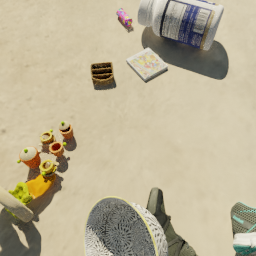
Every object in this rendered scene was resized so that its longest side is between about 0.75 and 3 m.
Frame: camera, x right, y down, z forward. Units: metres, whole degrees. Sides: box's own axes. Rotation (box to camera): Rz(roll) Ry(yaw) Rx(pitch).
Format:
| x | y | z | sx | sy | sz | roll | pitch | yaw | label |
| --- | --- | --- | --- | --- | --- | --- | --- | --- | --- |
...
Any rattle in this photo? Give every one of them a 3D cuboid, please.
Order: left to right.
| x | y | z | sx | sy | sz | roll | pitch | yaw | label |
| --- | --- | --- | --- | --- | --- | --- | --- | --- | --- |
| -2.920 | 1.210 | 6.916 | 1.563 | 2.187 | 1.424 | -40 | 30 | -12 | rattle |

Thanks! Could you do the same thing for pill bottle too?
| x | y | z | sx | sy | sz | roll | pitch | yaw | label |
| --- | --- | --- | --- | --- | --- | --- | --- | --- | --- |
| 1.882 | -4.054 | 10.371 | 2.883 | 1.601 | 1.601 | 22 | 62 | 12 | pill bottle |

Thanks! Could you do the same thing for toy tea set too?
| x | y | z | sx | sy | sz | roll | pitch | yaw | label |
| --- | --- | --- | --- | --- | --- | --- | --- | --- | --- |
| -2.335 | 0.456 | 8.109 | 1.105 | 0.687 | 1.857 | 9 | 52 | 18 | toy tea set |

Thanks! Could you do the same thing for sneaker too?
| x | y | z | sx | sy | sz | roll | pitch | yaw | label |
| --- | --- | --- | --- | --- | --- | --- | --- | --- | --- |
| 1.010 | 2.611 | 6.891 | 1.294 | 0.864 | 2.259 | 2 | 62 | -1 | sneaker |
| 3.941 | 2.260 | 6.979 | 2.917 | 1.131 | 1.330 | -4 | 56 | -4 | sneaker |

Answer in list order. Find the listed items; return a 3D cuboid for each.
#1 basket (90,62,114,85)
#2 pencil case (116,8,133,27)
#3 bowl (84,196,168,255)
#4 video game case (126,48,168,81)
| x | y | z | sx | sy | sz | roll | pitch | yaw | label |
| --- | --- | --- | --- | --- | --- | --- | --- | --- | --- |
| -0.889 | -1.877 | 9.674 | 0.789 | 0.587 | 0.563 | -4 | 59 | -4 | basket |
| -0.148 | -4.485 | 11.329 | 0.384 | 0.384 | 0.870 | -26 | 60 | -14 | pencil case |
| 0.101 | 2.158 | 5.124 | 0.900 | 1.918 | 1.918 | 2 | 50 | -44 | bowl |
| 0.685 | -2.346 | 10.212 | 1.065 | 0.134 | 1.170 | -31 | 64 | -17 | video game case |
